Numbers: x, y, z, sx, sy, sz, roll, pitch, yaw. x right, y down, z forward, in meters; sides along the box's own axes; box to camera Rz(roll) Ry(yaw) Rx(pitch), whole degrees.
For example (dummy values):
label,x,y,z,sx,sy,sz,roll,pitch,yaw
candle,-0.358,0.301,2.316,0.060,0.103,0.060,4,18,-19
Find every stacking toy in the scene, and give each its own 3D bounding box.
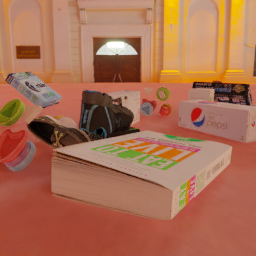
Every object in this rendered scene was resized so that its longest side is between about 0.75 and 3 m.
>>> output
label,x,y,z,sx,sy,sz,roll,pitch,yaw
stacking toy,1.125,-1.042,11.627,1.368,1.238,0.578,6,24,22
stacking toy,-2.256,0.165,5.676,1.510,1.367,0.638,13,-26,38

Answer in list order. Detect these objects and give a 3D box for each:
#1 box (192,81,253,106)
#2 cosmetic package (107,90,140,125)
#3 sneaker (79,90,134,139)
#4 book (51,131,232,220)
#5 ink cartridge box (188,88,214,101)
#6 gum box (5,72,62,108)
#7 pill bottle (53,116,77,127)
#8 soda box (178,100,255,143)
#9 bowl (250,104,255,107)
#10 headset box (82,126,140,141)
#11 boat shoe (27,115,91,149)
label,x,y,z,sx,sy,sz,roll,pitch,yaw
box,4.207,-1.336,12.397,2.286,0.568,2.269,7,-11,30
cosmetic package,-0.317,-0.570,9.251,0.722,1.177,2.852,7,13,19
sneaker,-0.460,-0.174,5.732,0.697,0.780,1.903,11,-5,25
book,0.463,0.613,4.852,1.963,0.706,2.939,8,11,31
ink cartridge box,2.914,-0.978,11.203,0.856,1.172,0.860,6,13,28
gum box,-3.621,-1.509,10.938,1.722,0.384,1.463,38,19,2
pill bottle,-1.725,0.016,7.479,0.630,0.630,1.121,-5,9,-25
soda box,2.788,-0.309,8.595,0.954,0.892,2.801,-6,12,-29
bowl,4.675,-0.476,9.625,0.937,0.350,0.936,36,9,-13
headset box,-0.399,0.251,6.693,1.018,0.543,1.170,-7,13,-30
boat shoe,-1.561,0.194,6.318,1.737,0.621,0.519,24,21,28
